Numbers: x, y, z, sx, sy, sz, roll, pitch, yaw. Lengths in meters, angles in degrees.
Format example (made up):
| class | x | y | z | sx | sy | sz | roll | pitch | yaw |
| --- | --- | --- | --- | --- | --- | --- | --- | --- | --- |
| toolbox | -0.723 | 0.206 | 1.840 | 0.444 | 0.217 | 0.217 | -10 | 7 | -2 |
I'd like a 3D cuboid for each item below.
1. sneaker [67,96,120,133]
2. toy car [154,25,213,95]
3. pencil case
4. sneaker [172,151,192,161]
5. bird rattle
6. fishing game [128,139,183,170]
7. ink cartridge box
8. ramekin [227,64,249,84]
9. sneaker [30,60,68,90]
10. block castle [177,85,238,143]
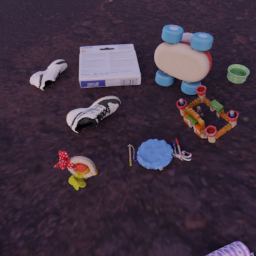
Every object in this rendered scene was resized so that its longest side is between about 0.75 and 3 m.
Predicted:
| class | x | y | z | sx | sy | sz | roll | pitch | yaw |
| --- | --- | --- | --- | --- | --- | --- | --- | --- | --- |
| sneaker | -1.265 | -0.474 | 11.327 | 2.324 | 0.879 | 1.019 | -26 | 43 | -9 |
| toy car | 2.869 | -3.539 | 13.073 | 2.549 | 2.656 | 2.881 | 22 | 45 | 19 |
| pencil case | 2.594 | 3.687 | 7.658 | 1.601 | 0.672 | 0.685 | -16 | 92 | -13 |
| sneaker | 1.954 | 0.941 | 10.383 | 0.834 | 0.342 | 0.293 | 13 | 48 | 11 |
| bird rattle | -1.656 | 1.264 | 9.299 | 1.172 | 1.437 | 0.809 | -15 | 28 | 18 |
| fishing game | 1.007 | 0.995 | 10.391 | 1.952 | 0.303 | 1.398 | -10 | 47 | 1 |
| ink cartridge box | -0.961 | -3.158 | 14.017 | 2.881 | 0.635 | 2.934 | -4 | 45 | -4 |
| ramekin | 5.302 | -2.598 | 13.577 | 0.997 | 0.487 | 0.997 | 0 | 47 | 0 |
| sneaker | -3.621 | -2.512 | 13.447 | 0.842 | 0.776 | 2.105 | 38 | 61 | 13 |
| block castle | 3.070 | -0.625 | 11.070 | 1.470 | 1.032 | 2.200 | -35 | 52 | -5 |
